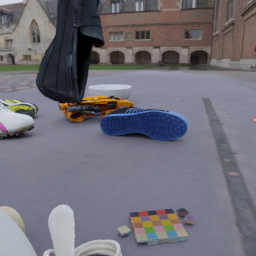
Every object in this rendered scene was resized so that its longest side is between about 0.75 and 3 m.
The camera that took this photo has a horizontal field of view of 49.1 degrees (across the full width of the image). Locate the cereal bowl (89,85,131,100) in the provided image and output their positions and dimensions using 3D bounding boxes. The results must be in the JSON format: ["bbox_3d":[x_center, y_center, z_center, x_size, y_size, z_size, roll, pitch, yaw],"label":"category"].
[{"bbox_3d":[-0.917,-1.678,14.405,2.233,0.930,2.233,1,14,0],"label":"cereal bowl"}]

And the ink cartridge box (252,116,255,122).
[{"bbox_3d":[6.017,-0.543,11.033,1.791,0.449,2.063,10,18,30],"label":"ink cartridge box"}]

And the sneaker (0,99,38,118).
[{"bbox_3d":[-4.741,-0.745,11.363,2.266,0.844,0.959,10,9,1],"label":"sneaker"}]

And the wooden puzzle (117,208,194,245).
[{"bbox_3d":[0.431,1.434,4.114,1.200,0.084,0.712,-2,15,-8],"label":"wooden puzzle"}]

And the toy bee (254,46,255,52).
[{"bbox_3d":[4.137,-2.684,7.954,0.974,1.487,0.808,-15,47,2],"label":"toy bee"}]

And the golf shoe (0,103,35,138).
[{"bbox_3d":[-4.313,-0.400,8.804,2.825,1.301,1.026,4,14,11],"label":"golf shoe"}]

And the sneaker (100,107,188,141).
[{"bbox_3d":[0.540,-0.250,8.825,2.773,0.972,1.080,4,23,20],"label":"sneaker"}]

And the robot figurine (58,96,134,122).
[{"bbox_3d":[-1.337,-0.809,11.254,2.887,0.840,2.093,-6,16,-25],"label":"robot figurine"}]

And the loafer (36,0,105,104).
[{"bbox_3d":[-0.895,-1.888,5.514,1.024,2.918,0.991,17,2,14],"label":"loafer"}]

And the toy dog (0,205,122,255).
[{"bbox_3d":[-1.173,1.209,2.939,2.288,1.102,1.509,2,15,8],"label":"toy dog"}]
